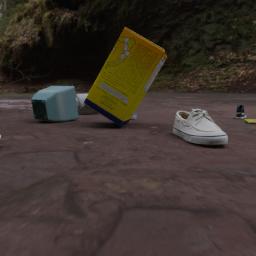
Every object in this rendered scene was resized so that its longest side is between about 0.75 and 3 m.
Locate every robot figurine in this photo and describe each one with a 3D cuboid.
[{"bbox_3d":[-2.109,-1.280,14.719,1.842,1.040,1.562,-4,12,-27],"label":"robot figurine"}]

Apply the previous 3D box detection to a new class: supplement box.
[{"bbox_3d":[-0.041,-1.802,10.282,1.638,2.992,1.628,32,11,5],"label":"supplement box"}]

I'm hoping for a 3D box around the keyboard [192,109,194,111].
[{"bbox_3d":[3.945,-0.953,15.726,0.487,0.092,1.730,1,9,3],"label":"keyboard"}]

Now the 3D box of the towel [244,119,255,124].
[{"bbox_3d":[5.413,-0.228,11.127,1.389,0.125,0.598,2,14,8],"label":"towel"}]

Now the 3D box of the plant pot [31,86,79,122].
[{"bbox_3d":[-3.146,-0.925,11.652,1.430,1.434,1.460,6,19,33],"label":"plant pot"}]

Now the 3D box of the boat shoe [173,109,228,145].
[{"bbox_3d":[1.945,-0.101,7.858,0.863,0.850,2.433,-2,9,-11],"label":"boat shoe"}]

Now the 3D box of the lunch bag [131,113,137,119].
[{"bbox_3d":[-0.044,-0.564,12.587,0.667,0.315,0.833,-6,12,-43],"label":"lunch bag"}]

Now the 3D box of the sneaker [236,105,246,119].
[{"bbox_3d":[5.200,-0.758,12.801,0.400,0.612,1.094,5,10,27],"label":"sneaker"}]
